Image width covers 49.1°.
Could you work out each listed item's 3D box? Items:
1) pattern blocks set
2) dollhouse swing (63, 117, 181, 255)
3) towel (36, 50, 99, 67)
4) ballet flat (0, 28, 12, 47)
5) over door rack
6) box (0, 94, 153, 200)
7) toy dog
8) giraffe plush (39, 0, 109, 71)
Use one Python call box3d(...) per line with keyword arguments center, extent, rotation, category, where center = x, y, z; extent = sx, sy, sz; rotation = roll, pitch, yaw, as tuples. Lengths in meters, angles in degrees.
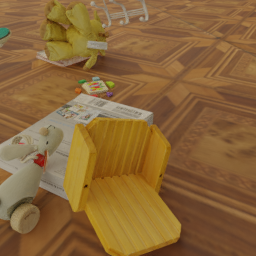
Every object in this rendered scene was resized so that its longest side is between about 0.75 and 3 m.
box3d(center=(-1.094, -1.357, 9.351), extent=(1.356, 0.125, 1.542), rotation=(-21, 38, -29), category="pattern blocks set")
box3d(center=(0.124, 0.834, 4.482), extent=(1.735, 1.577, 1.525), rotation=(2, 20, -38), category="dollhouse swing")
box3d(center=(-2.583, -3.201, 12.003), extent=(1.907, 0.322, 1.997), rotation=(23, 40, 31), category="towel")
box3d(center=(-2.882, -1.869, 5.982), extent=(1.113, 0.347, 0.375), rotation=(-4, 63, 17), category="ballet flat")
box3d(center=(-0.388, -4.145, 8.228), extent=(1.635, 2.214, 0.737), rotation=(7, 33, 35), category="over door rack")
box3d(center=(-1.058, 0.239, 6.468), extent=(2.291, 0.605, 2.939), rotation=(17, 36, 25), category="box")
box3d(center=(-1.842, 0.760, 4.761), extent=(1.262, 0.922, 1.914), rotation=(-4, 67, 16), category="toy dog")
box3d(center=(-1.749, -3.736, 11.121), extent=(2.798, 2.414, 2.269), rotation=(24, 28, 5), category="giraffe plush")
